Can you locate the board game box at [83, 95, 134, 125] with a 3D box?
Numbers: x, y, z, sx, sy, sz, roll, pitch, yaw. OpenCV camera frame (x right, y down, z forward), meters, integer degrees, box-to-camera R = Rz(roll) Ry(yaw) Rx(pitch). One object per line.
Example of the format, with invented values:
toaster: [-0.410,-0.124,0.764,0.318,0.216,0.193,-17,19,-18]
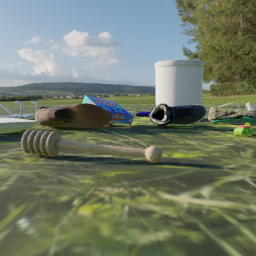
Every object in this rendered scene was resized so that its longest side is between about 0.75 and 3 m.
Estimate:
board game box: [-0.875,-0.778,11.852,1.493,0.442,1.963,8,18,-34]

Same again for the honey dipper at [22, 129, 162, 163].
honey dipper: [-0.686,0.356,5.086,2.620,0.498,0.498,4,7,17]

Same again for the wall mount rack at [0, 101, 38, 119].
wall mount rack: [-6.190,-0.975,14.404,2.558,1.098,2.945,1,5,8]

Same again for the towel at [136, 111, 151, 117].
towel: [1.070,-0.880,17.171,0.931,0.312,1.260,3,7,17]

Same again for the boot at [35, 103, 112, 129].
boot: [-2.153,-0.410,10.582,2.570,0.903,1.879,6,-7,-33]

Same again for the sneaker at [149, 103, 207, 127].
sneaker: [1.889,-0.522,10.596,2.220,0.844,1.604,-8,-6,11]

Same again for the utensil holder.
utensil holder: [2.571,-1.859,14.235,2.453,2.886,2.453,1,6,0]

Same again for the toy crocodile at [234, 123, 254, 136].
toy crocodile: [3.448,0.051,8.333,0.373,0.342,1.106,5,9,41]

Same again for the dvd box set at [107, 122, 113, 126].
dvd box set: [-1.105,-0.256,11.337,0.938,0.138,0.686,12,6,2]

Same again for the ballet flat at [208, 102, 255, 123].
ballet flat: [4.702,-0.653,11.859,2.483,0.935,0.842,2,-8,18]

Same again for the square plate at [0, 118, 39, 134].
square plate: [-4.870,-0.054,9.078,2.758,0.396,2.784,5,8,34]
